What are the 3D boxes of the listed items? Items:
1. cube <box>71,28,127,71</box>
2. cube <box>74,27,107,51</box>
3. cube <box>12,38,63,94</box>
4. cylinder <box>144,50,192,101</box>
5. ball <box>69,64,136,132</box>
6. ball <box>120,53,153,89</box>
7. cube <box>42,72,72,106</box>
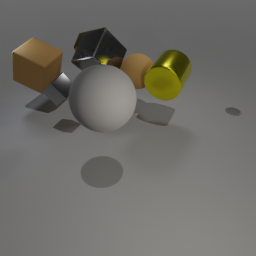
[{"bbox_3d":[-1.153,-2.923,11.324,1.400,1.400,1.400,4,67,43],"label":"cube"},{"bbox_3d":[-1.571,-3.716,13.339,1.400,1.400,1.400,-8,43,13],"label":"cube"},{"bbox_3d":[-3.645,-2.521,11.329,1.400,1.400,1.400,25,45,3],"label":"cube"},{"bbox_3d":[1.480,-1.951,10.288,1.400,1.400,1.400,14,43,21],"label":"cylinder"},{"bbox_3d":[-0.525,-0.611,5.840,1.400,1.400,1.400,0,33,0],"label":"ball"},{"bbox_3d":[0.381,-2.251,11.172,1.400,1.400,1.400,0,33,0],"label":"ball"},{"bbox_3d":[-2.332,-1.320,9.566,0.700,0.700,0.700,-26,24,45],"label":"cube"}]
